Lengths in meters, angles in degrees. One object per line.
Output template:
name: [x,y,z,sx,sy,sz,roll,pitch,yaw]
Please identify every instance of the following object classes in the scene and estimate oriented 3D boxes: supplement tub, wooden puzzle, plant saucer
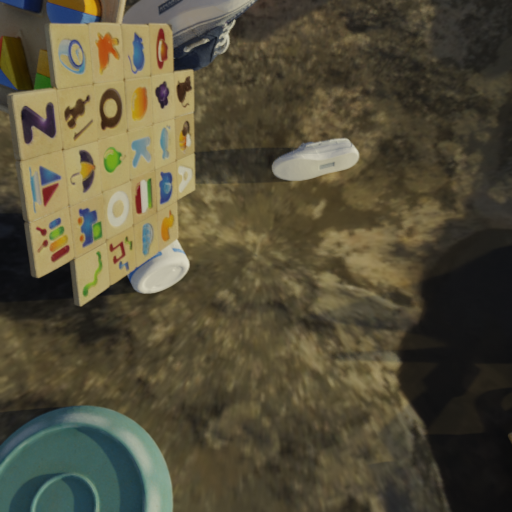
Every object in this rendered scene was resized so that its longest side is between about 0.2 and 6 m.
supplement tub: [-1.826,-0.232,9.153,0.986,0.986,1.494,-26,68,-11]
wooden puzzle: [-2.716,-2.799,7.111,2.067,0.517,2.232,23,106,18]
plant saucer: [-2.629,3.522,7.795,2.886,0.395,2.886,0,65,0]

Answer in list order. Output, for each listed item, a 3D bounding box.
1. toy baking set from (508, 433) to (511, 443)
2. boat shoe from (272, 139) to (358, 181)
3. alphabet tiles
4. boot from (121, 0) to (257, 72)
toy baking set: [4.731,2.874,8.166,1.976,0.300,2.575,-22,68,-13]
boat shoe: [1.029,-1.811,10.127,1.609,0.579,0.551,-15,54,-5]
alphabet tiles: [-1.662,-1.282,7.158,0.119,3.132,3.763,9,24,18]
boot: [-0.665,-3.440,8.052,2.565,1.159,0.933,-10,73,31]
